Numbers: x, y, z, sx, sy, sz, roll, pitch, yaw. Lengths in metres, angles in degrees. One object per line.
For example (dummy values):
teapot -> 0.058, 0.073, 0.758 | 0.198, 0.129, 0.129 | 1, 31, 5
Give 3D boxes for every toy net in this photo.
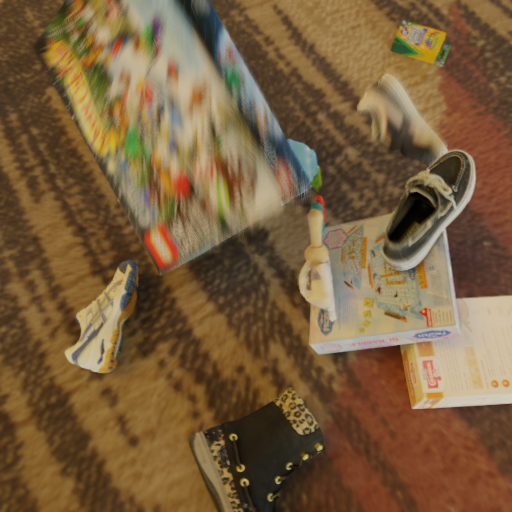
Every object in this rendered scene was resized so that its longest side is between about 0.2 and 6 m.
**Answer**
toy net -> 0.892, -0.389, 9.507 | 0.600, 1.630, 3.106 | -8, 75, 9

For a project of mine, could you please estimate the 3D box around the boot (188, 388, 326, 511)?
boot -> 0.331, 3.377, 8.278 | 1.905, 0.911, 2.523 | -26, 66, -16

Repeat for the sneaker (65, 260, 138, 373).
sneaker -> -2.645, 0.940, 9.632 | 0.901, 0.770, 2.045 | 10, 62, 5

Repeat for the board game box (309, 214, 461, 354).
board game box -> 2.071, 0.385, 9.444 | 2.332, 0.481, 2.338 | -11, 53, 23

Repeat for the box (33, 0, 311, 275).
box -> -1.495, -2.283, 8.919 | 0.850, 3.079, 4.509 | -30, 91, -51

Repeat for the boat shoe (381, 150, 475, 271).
boat shoe -> 2.749, -0.924, 8.979 | 0.897, 0.830, 2.429 | 32, 73, 32

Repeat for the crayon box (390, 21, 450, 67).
crayon box -> 3.845, -4.923, 12.976 | 1.244, 0.321, 0.782 | 21, 64, 10

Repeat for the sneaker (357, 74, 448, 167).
sneaker -> 2.640, -2.164, 10.078 | 0.835, 0.825, 2.103 | -40, 100, 3

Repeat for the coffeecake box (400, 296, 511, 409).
coffeecake box -> 3.559, 1.583, 9.275 | 2.142, 0.782, 1.644 | -3, 62, -1
